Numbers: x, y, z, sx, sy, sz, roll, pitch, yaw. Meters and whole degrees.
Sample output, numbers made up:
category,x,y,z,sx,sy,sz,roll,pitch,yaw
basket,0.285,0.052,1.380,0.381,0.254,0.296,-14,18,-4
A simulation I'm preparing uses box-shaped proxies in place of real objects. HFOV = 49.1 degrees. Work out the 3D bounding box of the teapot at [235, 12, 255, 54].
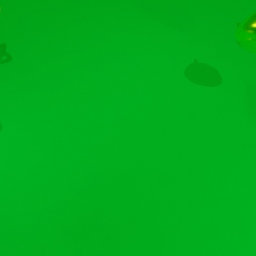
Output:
category,x,y,z,sx,sy,sz,roll,pitch,yaw
teapot,3.131,-2.294,6.625,1.138,1.831,0.896,20,94,-29
